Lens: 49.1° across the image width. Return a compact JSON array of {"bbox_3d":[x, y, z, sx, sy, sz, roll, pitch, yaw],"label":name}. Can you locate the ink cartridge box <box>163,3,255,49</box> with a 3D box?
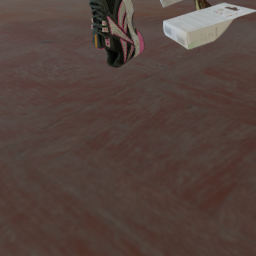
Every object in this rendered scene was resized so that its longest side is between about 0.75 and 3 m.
[{"bbox_3d":[2.085,-2.736,7.370,1.900,0.476,1.529,-18,34,-7],"label":"ink cartridge box"}]

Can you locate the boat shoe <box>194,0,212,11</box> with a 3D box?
[{"bbox_3d":[2.978,-4.442,10.575,0.677,1.830,0.676,-5,30,30],"label":"boat shoe"}]

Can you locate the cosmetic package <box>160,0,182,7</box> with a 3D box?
[{"bbox_3d":[1.958,-5.102,9.966,1.824,0.675,0.927,-19,53,11],"label":"cosmetic package"}]

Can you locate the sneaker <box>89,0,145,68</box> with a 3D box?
[{"bbox_3d":[-0.463,-2.546,6.974,1.154,2.674,1.074,-48,47,-12],"label":"sneaker"}]
